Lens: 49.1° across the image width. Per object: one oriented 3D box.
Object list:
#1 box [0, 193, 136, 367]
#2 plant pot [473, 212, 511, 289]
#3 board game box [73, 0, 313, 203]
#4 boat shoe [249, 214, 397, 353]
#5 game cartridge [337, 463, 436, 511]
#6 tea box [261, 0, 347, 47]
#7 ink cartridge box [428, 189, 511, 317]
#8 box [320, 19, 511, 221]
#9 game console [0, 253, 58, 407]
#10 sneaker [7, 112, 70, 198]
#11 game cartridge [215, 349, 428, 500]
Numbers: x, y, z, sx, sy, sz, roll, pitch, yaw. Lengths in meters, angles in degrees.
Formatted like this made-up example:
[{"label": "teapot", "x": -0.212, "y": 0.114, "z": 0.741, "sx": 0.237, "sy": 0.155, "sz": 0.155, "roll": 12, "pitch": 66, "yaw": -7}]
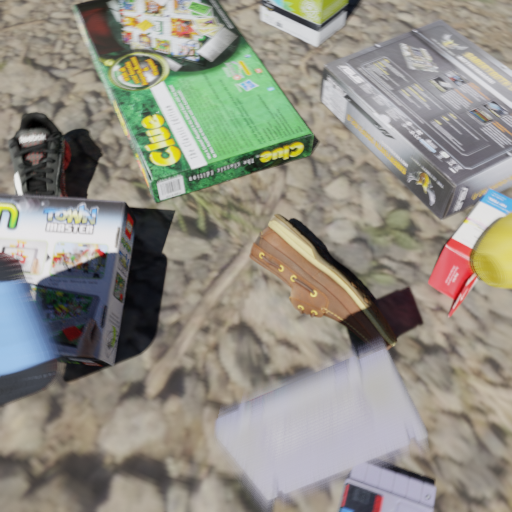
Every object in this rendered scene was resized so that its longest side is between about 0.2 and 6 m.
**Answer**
[{"label": "box", "x": -3.833, "y": 0.239, "z": 7.701, "sx": 4.020, "sy": 0.698, "sz": 2.212, "roll": 5, "pitch": 71, "yaw": 3}, {"label": "plant pot", "x": 3.020, "y": 0.017, "z": 6.686, "sx": 0.666, "sy": 0.938, "sz": 0.938, "roll": -26, "pitch": 58, "yaw": -14}, {"label": "board game box", "x": -1.459, "y": -3.547, "z": 10.864, "sx": 2.948, "sy": 0.660, "sz": 5.626, "roll": -17, "pitch": 56, "yaw": -15}, {"label": "boat shoe", "x": 0.901, "y": 0.493, "z": 7.903, "sx": 0.839, "sy": 0.894, "sz": 2.484, "roll": -47, "pitch": 71, "yaw": 8}, {"label": "game cartridge", "x": 1.360, "y": 3.194, "z": 6.225, "sx": 1.028, "sy": 0.304, "sz": 1.586, "roll": 18, "pitch": 56, "yaw": 7}, {"label": "tea box", "x": 1.004, "y": -5.535, "z": 11.699, "sx": 1.573, "sy": 1.548, "sz": 1.051, "roll": 34, "pitch": 61, "yaw": 22}, {"label": "ink cartridge box", "x": 3.088, "y": -0.038, "z": 8.087, "sx": 0.575, "sy": 0.994, "sz": 1.711, "roll": 34, "pitch": 61, "yaw": 22}, {"label": "box", "x": 3.291, "y": -2.596, "z": 9.996, "sx": 2.846, "sy": 0.869, "sz": 3.594, "roll": -26, "pitch": 58, "yaw": -17}, {"label": "game console", "x": -2.768, "y": 0.812, "z": 5.412, "sx": 1.335, "sy": 1.510, "sz": 0.234, "roll": -21, "pitch": 16, "yaw": -23}, {"label": "sneaker", "x": -3.455, "y": -1.308, "z": 8.888, "sx": 0.872, "sy": 1.205, "sz": 2.468, "roll": -7, "pitch": 56, "yaw": -8}, {"label": "game cartridge", "x": 0.361, "y": 0.940, "z": 3.094, "sx": 1.018, "sy": 0.660, "sz": 0.195, "roll": -25, "pitch": 25, "yaw": 9}]
